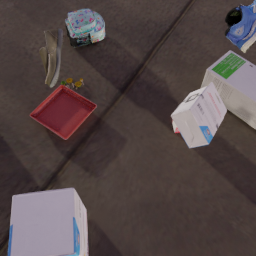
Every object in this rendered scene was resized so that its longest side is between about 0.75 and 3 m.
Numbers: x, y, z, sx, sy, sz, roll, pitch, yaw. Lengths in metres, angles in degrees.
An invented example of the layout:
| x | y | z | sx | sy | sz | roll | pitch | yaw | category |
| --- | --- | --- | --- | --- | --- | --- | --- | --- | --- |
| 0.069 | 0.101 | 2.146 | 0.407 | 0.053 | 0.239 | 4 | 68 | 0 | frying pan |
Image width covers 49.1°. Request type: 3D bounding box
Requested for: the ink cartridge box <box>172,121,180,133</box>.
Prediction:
| x | y | z | sx | sy | sz | roll | pitch | yaw | category |
| --- | --- | --- | --- | --- | --- | --- | --- | --- | --- |
| 2.116 | -0.265 | 9.496 | 1.086 | 0.786 | 0.458 | -7 | 60 | -4 | ink cartridge box |

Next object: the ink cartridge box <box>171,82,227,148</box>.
| x | y | z | sx | sy | sz | roll | pitch | yaw | category |
| --- | --- | --- | --- | --- | --- | --- | --- | --- | --- |
| 1.261 | -0.250 | 4.830 | 0.669 | 0.385 | 1.155 | 59 | 43 | -12 | ink cartridge box |

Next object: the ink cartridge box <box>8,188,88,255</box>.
| x | y | z | sx | sy | sz | roll | pitch | yaw | category |
| --- | --- | --- | --- | --- | --- | --- | --- | --- | --- |
| -1.874 | 2.608 | 7.078 | 1.483 | 2.031 | 1.490 | -7 | 60 | -3 | ink cartridge box |

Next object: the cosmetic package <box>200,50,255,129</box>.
| x | y | z | sx | sy | sz | roll | pitch | yaw | category |
| --- | --- | --- | --- | --- | --- | --- | --- | --- | --- |
| 4.172 | -1.302 | 9.888 | 2.769 | 1.175 | 1.490 | 40 | 65 | 22 | cosmetic package |

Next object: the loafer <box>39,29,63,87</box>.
| x | y | z | sx | sy | sz | roll | pitch | yaw | category |
| --- | --- | --- | --- | --- | --- | --- | --- | --- | --- |
| -1.698 | -1.534 | 6.104 | 0.459 | 0.496 | 1.318 | 6 | 80 | -15 | loafer |

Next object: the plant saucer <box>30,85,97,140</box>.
| x | y | z | sx | sy | sz | roll | pitch | yaw | category |
| --- | --- | --- | --- | --- | --- | --- | --- | --- | --- |
| -2.260 | -0.546 | 9.942 | 1.720 | 0.316 | 1.717 | 31 | 64 | 16 | plant saucer |

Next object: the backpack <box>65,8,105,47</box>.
| x | y | z | sx | sy | sz | roll | pitch | yaw | category |
| --- | --- | --- | --- | --- | --- | --- | --- | --- | --- |
| -1.744 | -4.212 | 11.668 | 1.563 | 1.177 | 1.387 | -14 | 61 | -14 | backpack |

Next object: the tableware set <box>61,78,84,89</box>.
| x | y | z | sx | sy | sz | roll | pitch | yaw | category |
| --- | --- | --- | --- | --- | --- | --- | --- | --- | --- |
| -2.130 | -1.710 | 10.749 | 0.849 | 0.130 | 0.572 | -19 | 58 | -9 | tableware set |

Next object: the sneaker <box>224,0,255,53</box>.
| x | y | z | sx | sy | sz | roll | pitch | yaw | category |
| --- | --- | --- | --- | --- | --- | --- | --- | --- | --- |
| 2.712 | -2.554 | 6.271 | 0.825 | 0.726 | 1.850 | 33 | 63 | 3 | sneaker |
